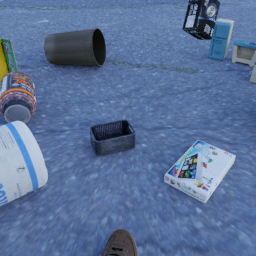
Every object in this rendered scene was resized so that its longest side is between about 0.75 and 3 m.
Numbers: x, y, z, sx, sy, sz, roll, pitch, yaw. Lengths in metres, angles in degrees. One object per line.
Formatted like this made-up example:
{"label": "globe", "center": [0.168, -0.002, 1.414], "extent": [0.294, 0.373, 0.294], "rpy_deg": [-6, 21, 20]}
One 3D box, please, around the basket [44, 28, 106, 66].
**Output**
{"label": "basket", "center": [-2.174, -3.262, 11.486], "extent": [2.148, 1.461, 1.937], "rpy_deg": [2, 5, 12]}

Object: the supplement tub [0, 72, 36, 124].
{"label": "supplement tub", "center": [-3.338, -0.873, 8.488], "extent": [1.058, 1.058, 1.978], "rpy_deg": [-11, 38, -15]}

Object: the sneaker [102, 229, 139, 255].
{"label": "sneaker", "center": [-0.157, 2.301, 4.378], "extent": [0.654, 0.701, 1.857], "rpy_deg": [3, 36, 4]}

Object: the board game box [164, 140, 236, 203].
{"label": "board game box", "center": [1.724, 0.947, 6.609], "extent": [1.029, 0.282, 1.630], "rpy_deg": [25, 43, 30]}

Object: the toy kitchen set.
{"label": "toy kitchen set", "center": [4.417, -3.096, 11.093], "extent": [2.711, 1.597, 2.172], "rpy_deg": [20, 40, 26]}

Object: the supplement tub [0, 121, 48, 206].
{"label": "supplement tub", "center": [-2.980, 0.923, 5.570], "extent": [2.348, 1.549, 1.549], "rpy_deg": [-24, 42, -28]}

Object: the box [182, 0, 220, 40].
{"label": "box", "center": [1.830, -2.787, 6.969], "extent": [0.786, 0.960, 0.413], "rpy_deg": [10, 5, -45]}

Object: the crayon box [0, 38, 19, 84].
{"label": "crayon box", "center": [-5.195, -2.397, 9.935], "extent": [2.884, 1.813, 0.744], "rpy_deg": [19, 40, 24]}

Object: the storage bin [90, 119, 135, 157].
{"label": "storage bin", "center": [-0.406, 0.250, 7.395], "extent": [1.088, 0.510, 0.736], "rpy_deg": [-13, 38, -16]}
